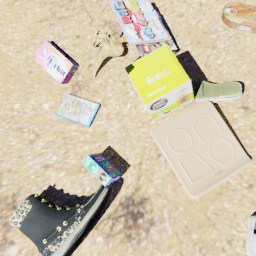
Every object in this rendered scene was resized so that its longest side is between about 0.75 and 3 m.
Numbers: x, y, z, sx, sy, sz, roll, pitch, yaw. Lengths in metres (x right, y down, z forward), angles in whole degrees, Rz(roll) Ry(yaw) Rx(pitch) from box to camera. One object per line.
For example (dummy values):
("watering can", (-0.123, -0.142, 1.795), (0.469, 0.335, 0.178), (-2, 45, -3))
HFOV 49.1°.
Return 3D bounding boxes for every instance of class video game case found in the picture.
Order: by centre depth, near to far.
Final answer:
("video game case", (-1.972, -0.706, 11.037), (1.445, 0.129, 1.034), (19, 66, 9))

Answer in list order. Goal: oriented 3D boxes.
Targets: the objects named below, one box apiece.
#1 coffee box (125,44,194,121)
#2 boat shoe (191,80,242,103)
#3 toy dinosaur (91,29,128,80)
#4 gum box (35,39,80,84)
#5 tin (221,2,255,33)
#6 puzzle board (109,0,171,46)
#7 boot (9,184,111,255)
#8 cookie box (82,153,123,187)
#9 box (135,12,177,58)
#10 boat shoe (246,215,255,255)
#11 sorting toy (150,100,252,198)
("coffee box", (1.194, -1.606, 10.331), (1.763, 1.746, 1.766), (-28, 67, 6))
("boat shoe", (3.214, -1.321, 10.954), (2.309, 0.790, 0.863), (6, 70, 26))
("toy dinosaur", (-0.903, -3.426, 11.901), (1.368, 0.788, 2.706), (40, 71, 9))
("gum box", (-1.813, -1.682, 7.079), (1.065, 0.352, 0.604), (42, 111, 10))
("tin", (5.484, -5.043, 12.875), (2.339, 0.490, 1.310), (17, 62, 8))
("puzzle board", (0.524, -4.693, 12.110), (1.956, 0.226, 2.595), (-14, 66, -19))
("boot", (-2.138, 2.591, 9.024), (2.201, 1.052, 2.914), (32, 69, 16))
("cookie box", (-0.864, 1.387, 9.572), (1.148, 0.982, 0.431), (40, 104, 16))
("box", (0.981, -4.079, 12.268), (1.567, 0.432, 2.294), (-12, 65, -18))
("boat shoe", (4.084, 3.476, 8.897), (0.494, 0.505, 1.417), (10, 66, 4))
("sorting toy", (2.573, 0.686, 10.082), (2.647, 0.522, 2.860), (-28, 74, -13))
